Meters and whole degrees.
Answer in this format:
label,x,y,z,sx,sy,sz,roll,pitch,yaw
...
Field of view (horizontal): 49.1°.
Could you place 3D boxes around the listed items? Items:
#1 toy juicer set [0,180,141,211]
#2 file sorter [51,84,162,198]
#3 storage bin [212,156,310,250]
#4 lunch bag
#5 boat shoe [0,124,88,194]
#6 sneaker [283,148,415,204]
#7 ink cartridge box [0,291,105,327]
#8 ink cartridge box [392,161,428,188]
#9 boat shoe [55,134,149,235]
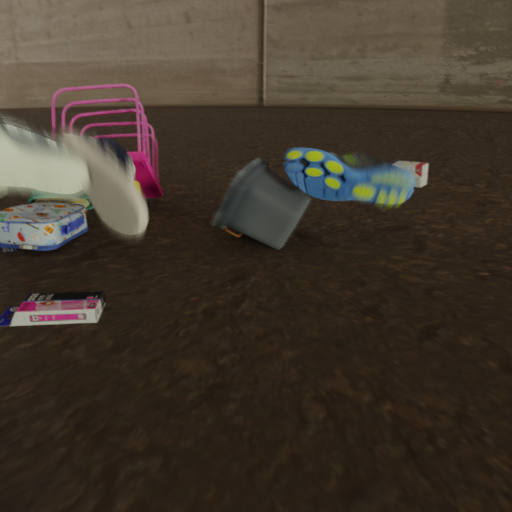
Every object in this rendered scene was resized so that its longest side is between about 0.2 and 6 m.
label,x,y,z,sx,sy,sz,roll,pitch,yaw
toy juicer set,-4.157,-1.264,11.633,3.377,0.919,2.149,-2,-9,-3
file sorter,-3.283,-2.466,12.658,1.914,1.727,2.754,-3,-10,-2
storage bin,0.160,-0.873,10.735,1.318,1.428,1.963,31,23,3
lunch bag,-4.021,-0.556,10.527,1.424,0.672,1.777,4,18,6
boat shoe,-3.774,-1.561,8.485,2.407,0.876,0.744,13,27,-41
sneaker,1.683,-1.487,10.459,2.443,0.866,1.012,9,18,-5
ink cartridge box,-2.754,0.707,7.520,1.334,0.247,0.632,-4,19,-4
ink cartridge box,4.263,-2.279,15.571,0.848,0.616,0.613,11,22,29
boat shoe,-2.380,-1.322,9.672,2.415,0.902,1.120,45,33,20
